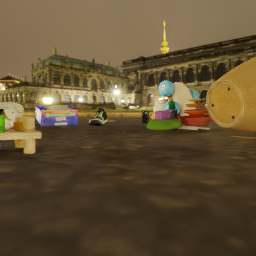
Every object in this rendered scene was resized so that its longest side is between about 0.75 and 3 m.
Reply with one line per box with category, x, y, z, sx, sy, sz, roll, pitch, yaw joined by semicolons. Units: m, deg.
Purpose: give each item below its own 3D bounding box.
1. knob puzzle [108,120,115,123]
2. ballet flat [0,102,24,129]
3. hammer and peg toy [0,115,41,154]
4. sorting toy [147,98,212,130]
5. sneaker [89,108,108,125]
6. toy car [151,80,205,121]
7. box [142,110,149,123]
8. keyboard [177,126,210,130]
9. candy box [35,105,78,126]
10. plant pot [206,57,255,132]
knob puzzle;-1.167;-0.398;16.990;0.967;0.134;0.967;-1;3;0
ballet flat;-4.049;-0.212;8.341;0.904;0.978;2.900;30;18;18
hammer and peg toy;-1.989;0.079;3.731;1.436;0.506;1.056;-2;3;-29
sorting toy;1.700;-0.543;9.512;2.333;0.958;1.402;-7;7;-17
sneaker;-1.410;-0.553;13.317;0.698;0.806;1.946;0;3;4
toy car;2.133;-0.871;14.229;2.261;2.169;2.453;10;-33;-36
box;0.969;-0.623;15.635;0.402;0.720;1.020;3;3;3
keyboard;1.881;-0.044;10.087;0.658;0.125;2.338;-1;3;-28
candy box;-3.272;-0.599;12.712;1.597;0.728;1.889;-2;13;-25
plant pot;3.408;-0.837;7.321;2.547;2.374;2.374;-13;9;-28
